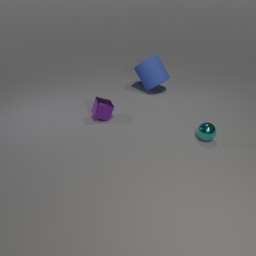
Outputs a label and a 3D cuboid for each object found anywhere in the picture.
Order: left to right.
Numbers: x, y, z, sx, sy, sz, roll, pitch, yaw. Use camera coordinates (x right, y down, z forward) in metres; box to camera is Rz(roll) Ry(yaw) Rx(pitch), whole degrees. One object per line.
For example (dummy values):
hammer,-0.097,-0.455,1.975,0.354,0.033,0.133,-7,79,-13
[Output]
cube,-1.090,-0.819,11.959,0.700,0.700,0.700,12,26,-25
cylinder,1.244,-2.875,14.583,1.400,1.400,1.400,-30,7,4
ball,2.946,0.134,10.474,0.700,0.700,0.700,0,29,0
